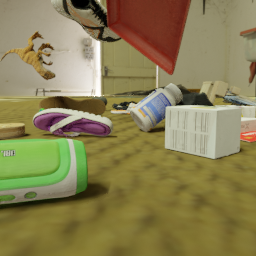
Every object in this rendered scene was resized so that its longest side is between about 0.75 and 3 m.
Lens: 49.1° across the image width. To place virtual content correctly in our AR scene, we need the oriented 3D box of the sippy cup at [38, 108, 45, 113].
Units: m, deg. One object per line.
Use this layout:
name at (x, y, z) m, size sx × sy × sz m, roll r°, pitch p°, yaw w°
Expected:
sippy cup at (-2.449, -0.259, 8.700) m, size 0.591 × 0.634 × 0.807 m, roll 8°, pitch 14°, yaw -34°

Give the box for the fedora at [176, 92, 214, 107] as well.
fedora at (1.993, -0.601, 8.595) m, size 1.927 × 0.880 × 1.927 m, roll -9°, pitch -4°, yaw -1°

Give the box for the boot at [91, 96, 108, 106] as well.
boot at (-1.789, -1.159, 14.088) m, size 2.028 × 0.810 × 2.231 m, roll -17°, pitch 6°, yaw -16°

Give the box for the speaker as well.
speaker at (-1.267, 0.475, 3.039) m, size 1.581 × 0.699 × 0.699 m, roll -3°, pitch 9°, yaw -18°

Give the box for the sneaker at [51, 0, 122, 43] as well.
sneaker at (-1.185, -3.851, 9.683) m, size 2.887 × 1.064 × 1.155 m, roll 19°, pitch -5°, yaw -36°

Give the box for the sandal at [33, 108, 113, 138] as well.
sandal at (-1.447, -0.041, 7.038) m, size 2.132 × 0.868 × 0.524 m, roll 2°, pitch 49°, yaw 10°

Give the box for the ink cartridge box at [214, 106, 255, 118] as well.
ink cartridge box at (4.299, -0.590, 10.957) m, size 1.626 × 0.547 × 0.952 m, roll -1°, pitch 8°, yaw -5°

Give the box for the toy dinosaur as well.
toy dinosaur at (-3.520, -2.643, 9.875) m, size 2.802 × 1.488 × 0.846 m, roll 32°, pitch -13°, yaw 29°

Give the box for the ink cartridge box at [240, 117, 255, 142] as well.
ink cartridge box at (3.048, -0.014, 7.508) m, size 1.774 × 0.397 × 1.563 m, roll -6°, pitch 9°, yaw -35°

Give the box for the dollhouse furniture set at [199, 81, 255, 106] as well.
dollhouse furniture set at (4.008, -0.794, 11.057) m, size 2.234 × 1.458 × 2.109 m, roll 18°, pitch 7°, yaw -5°

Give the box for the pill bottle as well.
pill bottle at (0.851, -0.626, 8.106) m, size 1.473 × 0.825 × 0.825 m, roll -37°, pitch 18°, yaw -11°

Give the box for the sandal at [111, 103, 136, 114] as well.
sandal at (0.051, -0.941, 13.546) m, size 1.802 × 0.516 × 0.690 m, roll 1°, pitch 8°, yaw 7°

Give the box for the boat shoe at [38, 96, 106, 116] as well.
boat shoe at (-2.140, -0.644, 10.796) m, size 2.516 × 0.922 × 0.789 m, roll 3°, pitch -28°, yaw -18°

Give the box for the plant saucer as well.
plant saucer at (0.435, -2.773, 6.561) m, size 2.450 × 2.445 × 0.450 m, roll 41°, pitch 69°, yaw 19°

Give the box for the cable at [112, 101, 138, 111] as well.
cable at (0.268, -1.175, 15.219) m, size 2.047 × 0.520 × 1.670 m, roll -4°, pitch 9°, yaw -31°

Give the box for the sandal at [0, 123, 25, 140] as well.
sandal at (-3.838, -0.166, 6.357) m, size 1.121 × 1.005 × 3.056 m, roll 7°, pitch 10°, yaw 39°

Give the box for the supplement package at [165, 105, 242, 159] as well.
supplement package at (1.456, 0.021, 5.505) m, size 0.884 × 0.877 × 1.164 m, roll -7°, pitch 11°, yaw -40°
